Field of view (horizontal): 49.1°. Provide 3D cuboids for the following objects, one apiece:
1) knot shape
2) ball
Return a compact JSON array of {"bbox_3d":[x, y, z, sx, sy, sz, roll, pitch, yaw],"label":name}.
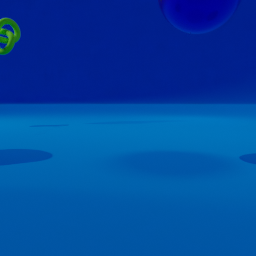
[{"bbox_3d":[-3.490,-2.513,7.800,1.061,0.993,0.490,-17,-16,-23],"label":"knot shape"},{"bbox_3d":[0.806,-1.558,3.164,0.946,0.946,0.946,0,5,0],"label":"ball"}]
